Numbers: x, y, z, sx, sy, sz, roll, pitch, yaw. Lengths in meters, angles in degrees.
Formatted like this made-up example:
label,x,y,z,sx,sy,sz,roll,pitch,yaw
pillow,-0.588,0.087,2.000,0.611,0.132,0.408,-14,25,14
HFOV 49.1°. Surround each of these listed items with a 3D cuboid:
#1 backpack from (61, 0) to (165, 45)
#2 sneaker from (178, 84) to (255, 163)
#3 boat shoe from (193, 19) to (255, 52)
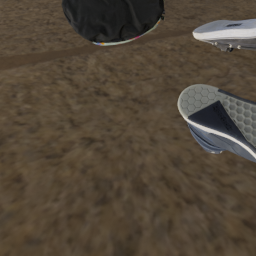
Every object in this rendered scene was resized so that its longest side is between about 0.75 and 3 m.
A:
label,x,y,z,sx,sy,sz,roll,pitch,yaw
backpack,-0.161,-2.936,6.506,2.248,1.705,2.694,-4,31,10
sneaker,1.603,0.145,3.704,1.859,1.343,0.707,32,85,23
boat shoe,2.173,-1.899,5.934,0.655,0.621,1.874,-39,32,-23
